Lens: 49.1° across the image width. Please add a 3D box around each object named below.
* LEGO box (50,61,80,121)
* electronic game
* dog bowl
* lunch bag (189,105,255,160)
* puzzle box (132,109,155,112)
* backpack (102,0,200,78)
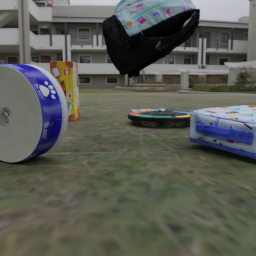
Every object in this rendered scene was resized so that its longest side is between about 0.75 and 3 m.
[{"bbox_3d":[-2.491,-1.485,11.254,0.861,2.230,1.661,-1,9,-3],"label":"LEGO box"},{"bbox_3d":[1.240,-0.418,9.932,2.508,0.522,2.508,0,9,0],"label":"electronic game"},{"bbox_3d":[-1.948,-0.270,4.971,1.699,1.699,0.669,4,12,23],"label":"dog bowl"},{"bbox_3d":[2.403,0.065,5.672,1.851,0.873,2.311,-8,13,-33],"label":"lunch bag"},{"bbox_3d":[0.787,-0.693,12.795,1.141,0.218,1.715,0,8,-4],"label":"puzzle box"},{"bbox_3d":[0.578,-2.521,6.941,2.376,1.504,1.982,-31,-7,-5],"label":"backpack"}]
